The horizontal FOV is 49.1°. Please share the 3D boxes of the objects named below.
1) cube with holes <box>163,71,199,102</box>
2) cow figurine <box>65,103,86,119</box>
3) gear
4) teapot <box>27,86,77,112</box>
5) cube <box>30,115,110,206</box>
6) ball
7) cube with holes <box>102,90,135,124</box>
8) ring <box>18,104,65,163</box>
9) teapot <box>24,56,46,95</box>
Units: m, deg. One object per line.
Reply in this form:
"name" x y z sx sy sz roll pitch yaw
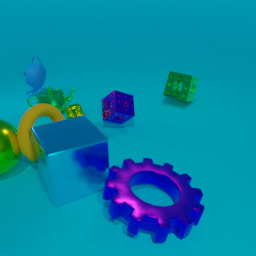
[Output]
"cube with holes" 1.947 -1.505 10.215 0.901 0.901 0.901 18 12 25
"cow figurine" -1.566 -0.274 8.507 0.624 1.119 1.137 -15 71 -8
"gear" 0.489 1.285 5.463 1.922 0.355 1.922 10 27 -5
"teapot" -2.538 -0.998 9.553 1.751 0.857 1.089 -13 23 -12
"cube" -1.241 0.645 6.089 1.276 1.276 1.276 -15 32 -26
"ball" -3.110 0.438 6.420 1.346 1.346 1.346 0 28 0
"cube with holes" -0.305 -0.615 8.523 0.711 0.711 0.711 11 -26 -35
"ring" -2.020 0.139 6.763 0.291 1.456 1.456 2 26 30
"teapot" -3.605 -1.960 10.755 0.767 1.566 0.974 11 16 -6
